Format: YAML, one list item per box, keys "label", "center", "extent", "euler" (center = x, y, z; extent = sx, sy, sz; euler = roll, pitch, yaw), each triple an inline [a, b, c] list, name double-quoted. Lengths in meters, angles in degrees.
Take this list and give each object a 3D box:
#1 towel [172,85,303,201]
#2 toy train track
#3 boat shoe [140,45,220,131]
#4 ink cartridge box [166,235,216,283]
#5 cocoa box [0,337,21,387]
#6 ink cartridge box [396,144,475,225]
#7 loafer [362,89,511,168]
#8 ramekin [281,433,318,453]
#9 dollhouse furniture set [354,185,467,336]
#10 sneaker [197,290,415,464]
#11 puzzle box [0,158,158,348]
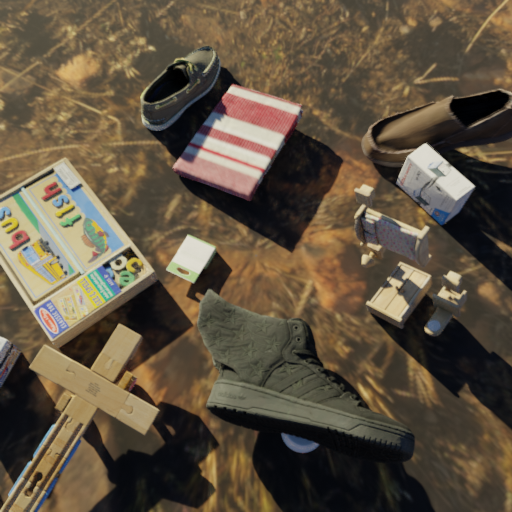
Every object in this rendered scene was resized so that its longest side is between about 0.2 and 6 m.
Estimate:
- label: "towel"
  center: [-0.354, -2.495, 12.050]
  extent: [1.885, 0.298, 2.617]
  euler: [23, 67, 18]
- label: "toy train track"
  center: [-3.122, 3.000, 9.357]
  extent: [2.261, 0.641, 3.942]
  euler: [29, 73, 6]
- label: "boat shoe"
  center: [-1.662, -3.915, 12.577]
  extent: [0.914, 0.764, 2.557]
  euler: [31, 68, 14]
- label: "ink cartridge box"
  center: [-1.258, 0.085, 10.937]
  extent: [0.643, 0.212, 0.883]
  euler: [24, 66, 11]
- label: "cocoa box"
  center: [-4.767, 1.914, 9.783]
  extent: [0.694, 0.683, 1.041]
  euler: [19, 65, 9]
- label: "ink cartridge box"
  center: [3.565, -1.428, 11.240]
  extent: [0.573, 0.977, 1.334]
  euler: [-36, 69, -18]
- label: "loafer"
  center: [3.780, -2.809, 11.590]
  extent: [3.256, 1.156, 1.189]
  euler: [-14, 63, 10]
- label: "ramekin"
  center: [0.787, 2.929, 9.472]
  extent: [0.725, 0.353, 0.725]
  euler: [0, 63, 0]
- label: "dollhouse furniture set"
  center: [2.458, 0.186, 9.594]
  extent: [1.963, 2.302, 1.124]
  euler: [28, 69, 35]
- label: "sneaker"
  center: [0.693, 1.901, 9.287]
  extent: [3.987, 1.197, 2.080]
  euler: [8, 56, 18]
- label: "puzzle box"
  center: [-3.800, -0.179, 10.942]
  extent: [2.253, 0.430, 3.386]
  euler: [-36, 69, -15]
